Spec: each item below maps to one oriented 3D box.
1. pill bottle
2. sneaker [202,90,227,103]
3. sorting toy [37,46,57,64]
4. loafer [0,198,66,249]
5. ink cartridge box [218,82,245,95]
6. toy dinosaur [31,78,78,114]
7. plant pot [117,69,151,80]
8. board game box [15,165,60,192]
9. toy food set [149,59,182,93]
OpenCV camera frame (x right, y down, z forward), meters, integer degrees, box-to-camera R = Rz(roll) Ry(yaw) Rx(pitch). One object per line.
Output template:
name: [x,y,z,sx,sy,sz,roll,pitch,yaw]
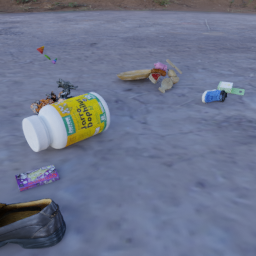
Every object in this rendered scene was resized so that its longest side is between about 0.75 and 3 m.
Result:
pill bottle: [-1.886,-0.177,8.702,2.446,1.379,1.379,-23,36,-36]
sneaker: [3.702,-1.329,11.779,1.267,0.486,0.705,-18,24,-42]
sorting toy: [-2.844,-2.628,9.950,0.795,0.274,0.276,38,-3,-13]
loafer: [-2.571,1.811,5.462,2.591,0.937,0.943,-6,30,-9]
ink cartridge box: [4.803,-1.849,13.001,1.157,0.278,0.842,10,30,22]
toy dinosaur: [-2.472,-0.902,10.767,2.299,1.174,1.560,17,42,-8]
plant pot: [0.420,-2.696,14.216,1.980,0.272,1.980,-6,17,2]
board game box: [-2.362,1.287,7.298,1.008,0.163,0.605,-14,36,-25]
toy food set: [1.702,-2.549,13.623,1.470,0.364,2.312,45,46,5]
